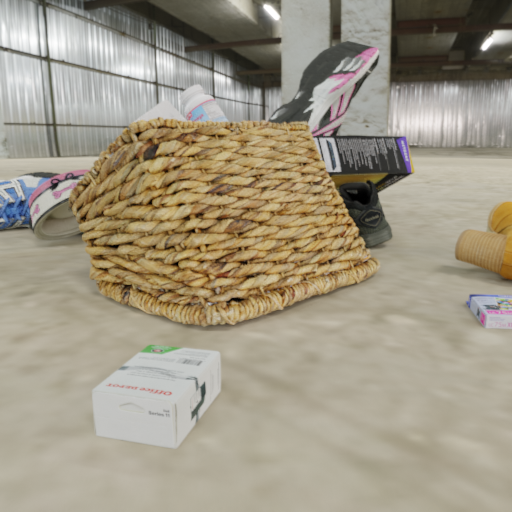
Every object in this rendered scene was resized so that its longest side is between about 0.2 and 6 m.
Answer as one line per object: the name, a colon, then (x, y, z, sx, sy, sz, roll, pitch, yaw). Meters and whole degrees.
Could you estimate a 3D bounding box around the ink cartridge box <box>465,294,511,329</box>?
ink cartridge box: (2.893, 0.637, 6.657, 0.576, 0.203, 0.966, 2, 11, 7)

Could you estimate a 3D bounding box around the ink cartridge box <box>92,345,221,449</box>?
ink cartridge box: (-0.737, 1.049, 4.333, 0.679, 0.385, 0.926, 4, 13, 16)

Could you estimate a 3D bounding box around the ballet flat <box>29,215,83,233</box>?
ballet flat: (-3.763, -0.819, 11.844, 2.170, 0.742, 0.738, 0, 24, 0)

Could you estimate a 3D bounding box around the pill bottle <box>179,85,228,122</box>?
pill bottle: (-0.919, -2.537, 10.323, 0.622, 1.144, 0.622, -33, -1, -1)

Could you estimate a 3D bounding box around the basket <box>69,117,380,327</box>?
basket: (-0.512, -0.185, 8.142, 3.640, 2.711, 2.598, -15, -13, -48)

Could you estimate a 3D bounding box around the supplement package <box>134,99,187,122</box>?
supplement package: (-1.657, -2.124, 10.468, 0.769, 0.779, 1.285, -40, -13, -12)

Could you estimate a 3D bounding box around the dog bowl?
dog bowl: (-3.535, -1.002, 10.708, 1.705, 0.629, 1.705, -28, -11, -6)

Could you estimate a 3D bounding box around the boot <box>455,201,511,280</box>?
boot: (4.503, -0.113, 8.655, 2.008, 0.987, 2.804, 17, 23, 36)

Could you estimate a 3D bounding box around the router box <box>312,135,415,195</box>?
router box: (1.302, -1.534, 11.995, 2.558, 0.850, 3.254, -6, -11, -26)

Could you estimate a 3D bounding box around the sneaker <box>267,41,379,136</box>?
sneaker: (1.469, -3.221, 12.150, 1.252, 3.116, 1.345, 44, 0, 37)

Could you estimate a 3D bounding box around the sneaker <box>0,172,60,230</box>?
sneaker: (-5.409, -1.043, 12.344, 3.527, 1.335, 1.358, -2, 32, -2)

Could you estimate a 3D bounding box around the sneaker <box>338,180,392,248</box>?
sneaker: (2.062, -0.959, 11.233, 0.832, 1.247, 2.177, -18, 10, 3)
